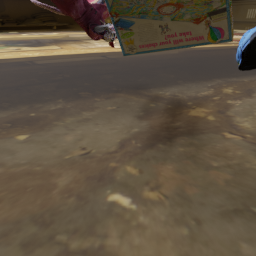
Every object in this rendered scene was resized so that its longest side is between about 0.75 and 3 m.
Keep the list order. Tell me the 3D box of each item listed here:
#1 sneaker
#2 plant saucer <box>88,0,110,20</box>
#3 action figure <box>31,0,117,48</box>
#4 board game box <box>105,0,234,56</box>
[{"bbox_3d":[2.981,-2.089,6.595,0.731,0.869,2.218,-3,-7,12],"label":"sneaker"},{"bbox_3d":[-0.892,-4.234,8.587,2.014,2.014,0.510,21,-2,40],"label":"plant saucer"},{"bbox_3d":[-1.104,-2.722,6.800,1.692,2.272,1.522,-25,39,27],"label":"action figure"},{"bbox_3d":[0.763,-2.304,5.426,2.319,1.559,0.397,0,40,26],"label":"board game box"}]
